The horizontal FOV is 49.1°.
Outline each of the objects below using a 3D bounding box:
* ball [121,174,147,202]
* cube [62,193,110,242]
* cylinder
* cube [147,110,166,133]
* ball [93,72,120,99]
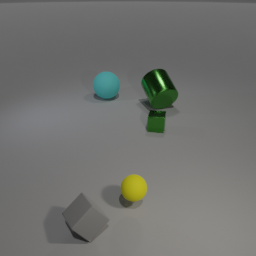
[{"bbox_3d":[0.153,1.580,7.388,0.700,0.700,0.700,0,28,0],"label":"ball"},{"bbox_3d":[-1.018,2.137,6.751,0.700,0.700,0.700,-47,34,-10],"label":"cube"},{"bbox_3d":[1.507,-1.871,13.456,1.400,1.400,1.400,-10,57,-18],"label":"cylinder"},{"bbox_3d":[1.197,-0.274,11.676,0.700,0.700,0.700,5,28,10],"label":"cube"},{"bbox_3d":[-1.118,-2.225,14.592,1.400,1.400,1.400,0,28,0],"label":"ball"}]
